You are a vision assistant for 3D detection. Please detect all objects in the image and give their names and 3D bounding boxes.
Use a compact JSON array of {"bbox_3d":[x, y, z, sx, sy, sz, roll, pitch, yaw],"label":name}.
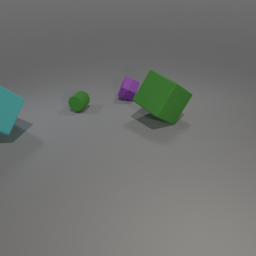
[{"bbox_3d":[-4.763,-0.692,9.717,1.400,1.400,1.400,4,69,43],"label":"cube"},{"bbox_3d":[-2.097,-1.162,12.046,0.700,0.700,0.700,9,29,15],"label":"cylinder"},{"bbox_3d":[0.024,-1.813,12.939,0.700,0.700,0.700,23,59,-9],"label":"cube"},{"bbox_3d":[1.340,-1.182,10.866,1.400,1.400,1.400,39,12,38],"label":"cube"}]
